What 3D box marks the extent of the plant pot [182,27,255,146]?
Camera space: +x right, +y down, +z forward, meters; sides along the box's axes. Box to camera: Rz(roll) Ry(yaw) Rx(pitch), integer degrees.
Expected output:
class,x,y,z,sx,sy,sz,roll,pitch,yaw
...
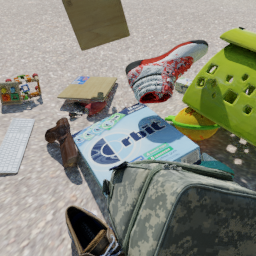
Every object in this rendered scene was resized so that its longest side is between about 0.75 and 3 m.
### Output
class,x,y,z,sx,sy,sz,roll,pitch,yaw
plant pot,3.777,-1.203,8.087,2.829,2.567,2.815,1,29,-42

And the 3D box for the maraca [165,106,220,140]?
class,x,y,z,sx,sy,sz,roll,pitch,yaw
maraca,2.018,-0.208,8.877,1.354,1.057,1.975,-3,13,-25

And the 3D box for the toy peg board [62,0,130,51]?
class,x,y,z,sx,sy,sz,roll,pitch,yaw
toy peg board,-1.113,-4.071,10.093,1.905,1.897,0.932,-17,36,4

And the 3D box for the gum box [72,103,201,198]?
class,x,y,z,sx,sy,sz,roll,pitch,yaw
gum box,0.069,0.538,7.502,2.431,0.637,2.862,-27,36,-14

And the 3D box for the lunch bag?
class,x,y,z,sx,sy,sz,roll,pitch,yaw
lunch bag,1.008,1.555,5.176,2.617,1.823,2.195,15,2,-26

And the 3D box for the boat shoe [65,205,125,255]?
class,x,y,z,sx,sy,sz,roll,pitch,yaw
boat shoe,-0.452,2.364,5.214,2.526,0.914,0.912,27,62,38

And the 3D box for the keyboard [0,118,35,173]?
class,x,y,z,sx,sy,sz,roll,pitch,yaw
keyboard,-3.486,0.452,8.641,0.735,0.139,2.612,-3,36,-4

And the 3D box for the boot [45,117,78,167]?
class,x,y,z,sx,sy,sz,roll,pitch,yaw
boot,-1.930,0.601,8.099,0.454,1.317,1.414,-2,61,-39

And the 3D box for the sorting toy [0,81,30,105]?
class,x,y,z,sx,sy,sz,roll,pitch,yaw
sorting toy,-4.412,-1.273,10.403,1.505,0.847,0.205,-5,26,-7

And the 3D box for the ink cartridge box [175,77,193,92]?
class,x,y,z,sx,sy,sz,roll,pitch,yaw
ink cartridge box,2.425,-1.746,11.471,0.821,0.359,0.597,25,42,28

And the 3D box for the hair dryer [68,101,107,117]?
class,x,y,z,sx,sy,sz,roll,pitch,yaw
hair dryer,-1.483,-0.836,10.195,1.453,0.395,1.107,-4,35,-7

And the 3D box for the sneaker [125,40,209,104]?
class,x,y,z,sx,sy,sz,roll,pitch,yaw
sneaker,1.196,-1.430,7.563,2.392,0.799,1.282,-18,63,3

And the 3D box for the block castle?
class,x,y,z,sx,sy,sz,roll,pitch,yaw
block castle,-4.065,-1.641,10.941,1.247,0.833,0.585,-17,46,-22

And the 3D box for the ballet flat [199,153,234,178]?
class,x,y,z,sx,sy,sz,roll,pitch,yaw
ballet flat,1.823,0.972,7.394,1.925,0.648,0.678,0,63,3

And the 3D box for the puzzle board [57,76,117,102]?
class,x,y,z,sx,sy,sz,roll,pitch,yaw
puzzle board,-1.535,-1.588,11.212,1.787,0.206,2.371,4,29,10
